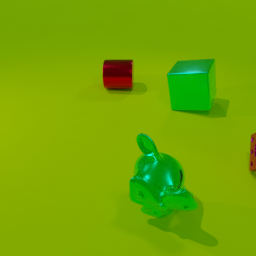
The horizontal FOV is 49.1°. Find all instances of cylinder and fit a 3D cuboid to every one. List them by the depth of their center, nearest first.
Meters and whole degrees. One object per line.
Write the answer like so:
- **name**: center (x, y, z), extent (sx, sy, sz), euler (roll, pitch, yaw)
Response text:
- **cylinder**: center (-0.343, -2.027, 10.553), extent (1.088, 1.088, 1.088), euler (1, 34, 5)

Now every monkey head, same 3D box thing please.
- **monkey head**: center (0.764, 1.037, 5.372), extent (1.417, 1.969, 1.187), euler (-11, 36, 45)

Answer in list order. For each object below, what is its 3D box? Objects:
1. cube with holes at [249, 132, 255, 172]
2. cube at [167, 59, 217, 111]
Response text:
- **cube with holes**: center (3.453, 0.559, 6.469), extent (0.907, 0.907, 0.907), euler (8, 76, 3)
- **cube**: center (2.158, -1.445, 9.311), extent (1.301, 1.301, 1.301), euler (3, 32, 26)
